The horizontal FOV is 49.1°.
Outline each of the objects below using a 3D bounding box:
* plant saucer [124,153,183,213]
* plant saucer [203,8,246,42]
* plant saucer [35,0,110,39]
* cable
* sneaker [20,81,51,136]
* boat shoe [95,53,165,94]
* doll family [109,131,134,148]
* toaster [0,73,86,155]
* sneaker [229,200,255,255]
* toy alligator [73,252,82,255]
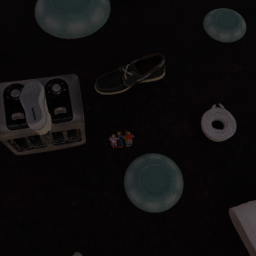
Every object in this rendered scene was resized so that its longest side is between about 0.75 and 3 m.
[{"bbox_3d":[0.754,1.518,8.066,1.743,0.335,1.743,0,67,0],"label":"plant saucer"},{"bbox_3d":[3.590,-3.876,10.273,1.590,0.306,1.590,0,67,1],"label":"plant saucer"},{"bbox_3d":[-2.107,-4.662,10.462,2.893,0.557,2.893,0,68,-1],"label":"plant saucer"},{"bbox_3d":[2.796,-0.106,8.703,1.069,0.370,1.069,-39,75,-14],"label":"cable"},{"bbox_3d":[-1.807,-0.385,5.527,0.488,0.473,1.336,-18,51,-1],"label":"sneaker"},{"bbox_3d":[0.056,-1.816,9.163,2.466,0.834,0.885,-19,71,-6],"label":"boat shoe"},{"bbox_3d":[-0.165,0.334,8.588,0.794,0.358,0.493,-11,75,15],"label":"doll family"},{"bbox_3d":[-2.366,-0.285,7.840,2.201,2.434,1.444,-8,72,-11],"label":"toaster"},{"bbox_3d":[3.995,3.091,7.040,1.644,1.048,2.845,-21,68,-5],"label":"sneaker"},{"bbox_3d":[-0.733,4.143,6.870,0.763,0.553,2.303,-33,68,22],"label":"toy alligator"}]
